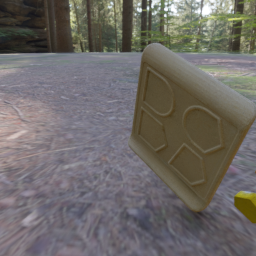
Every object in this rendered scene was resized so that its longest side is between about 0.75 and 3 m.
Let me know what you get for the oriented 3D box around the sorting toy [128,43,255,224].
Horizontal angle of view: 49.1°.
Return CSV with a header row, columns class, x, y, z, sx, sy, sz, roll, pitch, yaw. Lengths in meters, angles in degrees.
class,x,y,z,sx,sy,sz,roll,pitch,yaw
sorting toy,0.980,0.247,3.798,0.346,1.927,2.587,-22,50,-33
